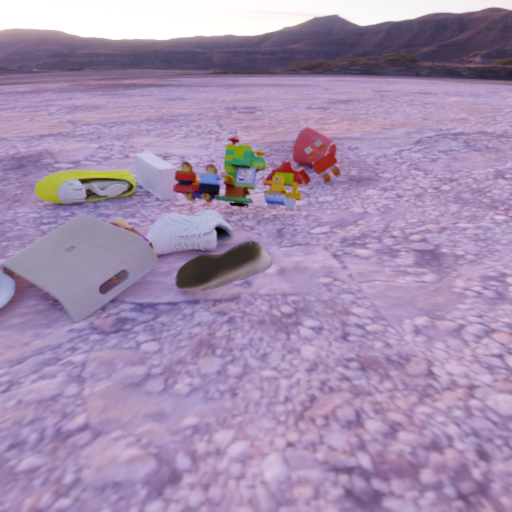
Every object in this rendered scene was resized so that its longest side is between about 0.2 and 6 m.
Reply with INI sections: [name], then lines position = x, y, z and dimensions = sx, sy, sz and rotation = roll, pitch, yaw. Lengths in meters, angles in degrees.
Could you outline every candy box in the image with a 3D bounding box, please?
[candy box]
position = -2.812, -0.159, 11.293
dimensions = 0.981, 0.475, 1.682
rotation = -26, 31, -24

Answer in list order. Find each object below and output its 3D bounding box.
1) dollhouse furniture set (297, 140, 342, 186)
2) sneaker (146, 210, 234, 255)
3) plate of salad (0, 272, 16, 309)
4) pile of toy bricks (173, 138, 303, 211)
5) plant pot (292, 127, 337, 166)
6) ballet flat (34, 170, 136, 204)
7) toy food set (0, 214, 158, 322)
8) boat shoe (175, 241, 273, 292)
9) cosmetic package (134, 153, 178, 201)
[dollhouse furniture set]
position = 1.804, -2.576, 16.446
dimensions = 1.185, 1.198, 0.617
rotation = -33, 25, 9
[sneaker]
position = -1.329, -0.448, 11.809
dimensions = 2.065, 0.804, 1.026
rotation = -21, 35, -37
[plate of salad]
position = -5.467, 0.638, 9.433
dimensions = 2.610, 0.627, 2.610
rotation = 1, 23, 0
[pile of toy bricks]
position = -0.471, -2.107, 13.764
dimensions = 3.167, 1.563, 1.757
rotation = 6, -5, 10
[plant pot]
position = 1.987, -3.492, 18.493
dimensions = 1.127, 1.274, 1.274
rotation = 25, 32, 25
[ballet flat]
position = -4.472, -1.820, 14.954
dimensions = 2.648, 0.885, 0.888
rotation = -11, 36, -28
[toy food set]
position = -3.313, 0.186, 10.391
dimensions = 2.595, 0.784, 1.862
rotation = 19, 46, 39
[boat shoe]
position = -0.600, 0.270, 9.952
dimensions = 1.817, 0.572, 0.663
rotation = -22, 54, 22
[cosmetic package]
position = -2.860, -2.298, 15.945
dimensions = 0.545, 0.888, 2.151
rotation = -13, 27, -26
